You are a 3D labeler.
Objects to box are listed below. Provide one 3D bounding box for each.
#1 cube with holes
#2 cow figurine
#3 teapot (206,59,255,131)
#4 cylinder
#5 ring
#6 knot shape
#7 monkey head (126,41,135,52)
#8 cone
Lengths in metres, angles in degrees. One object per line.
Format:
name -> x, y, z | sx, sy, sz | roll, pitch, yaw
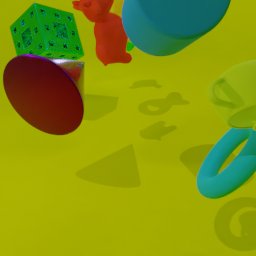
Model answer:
cube with holes -> -2.305, -2.478, 8.000 | 1.317, 1.317, 1.317 | -19, -6, 38
cow figurine -> -0.500, -2.076, 5.943 | 1.498, 1.522, 0.836 | -11, 28, -44
teapot -> 1.370, -0.285, 3.020 | 1.345, 0.837, 0.659 | 8, 62, -26
cylinder -> 0.609, -1.802, 4.060 | 1.300, 1.300, 1.300 | -4, 5, -6
ring -> 1.460, 0.398, 3.922 | 0.275, 1.377, 1.377 | 38, 37, 1
knot shape -> 0.103, -3.185, 7.638 | 0.953, 1.929, 2.062 | 17, 70, 54
monkey head -> -0.024, -3.247, 10.057 | 0.949, 1.575, 1.133 | 1, 19, -34
cone -> -1.182, -0.932, 5.278 | 1.544, 1.544, 1.550 | 10, 39, 17
